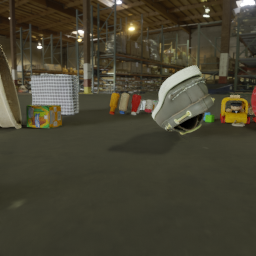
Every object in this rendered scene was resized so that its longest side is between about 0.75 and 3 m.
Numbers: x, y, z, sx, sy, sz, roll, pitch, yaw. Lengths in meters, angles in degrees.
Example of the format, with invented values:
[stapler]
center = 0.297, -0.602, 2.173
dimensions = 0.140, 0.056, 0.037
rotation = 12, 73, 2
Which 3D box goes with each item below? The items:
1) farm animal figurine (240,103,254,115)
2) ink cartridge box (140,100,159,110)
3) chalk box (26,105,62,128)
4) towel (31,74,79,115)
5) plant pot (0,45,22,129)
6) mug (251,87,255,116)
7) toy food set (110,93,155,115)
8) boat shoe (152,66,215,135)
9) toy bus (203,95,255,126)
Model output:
[farm animal figurine]
center = 4.806, -0.723, 11.472
dimensions = 0.903, 0.476, 0.913
rotation = 11, -1, -10
[ink cartridge box]
center = 1.049, -1.152, 14.171
dimensions = 1.108, 0.460, 0.812
rotation = 8, 11, 43
[chalk box]
center = -2.531, -0.355, 8.150
dimensions = 1.014, 0.633, 0.629
rotation = 2, 7, 20
[towel]
center = -3.102, -1.383, 11.702
dimensions = 2.026, 1.677, 0.867
rotation = 2, 14, 14
[plant pot]
center = -4.228, -0.900, 7.370
dimensions = 2.172, 2.373, 2.373
rotation = -13, 11, -13
[mug]
center = 4.707, -0.822, 7.636
dimensions = 2.331, 1.752, 2.626
rotation = 4, 3, -23
[toy food set]
center = 0.261, -0.844, 11.859
dimensions = 1.992, 0.896, 0.951
rotation = 16, -12, -22
[boat shoe]
center = 1.139, -0.305, 5.946
dimensions = 0.998, 0.835, 2.794
rotation = -27, -14, -4
[toy bus]
center = 3.481, -0.632, 9.164
dimensions = 1.625, 0.890, 1.722
rotation = -5, 9, -30
